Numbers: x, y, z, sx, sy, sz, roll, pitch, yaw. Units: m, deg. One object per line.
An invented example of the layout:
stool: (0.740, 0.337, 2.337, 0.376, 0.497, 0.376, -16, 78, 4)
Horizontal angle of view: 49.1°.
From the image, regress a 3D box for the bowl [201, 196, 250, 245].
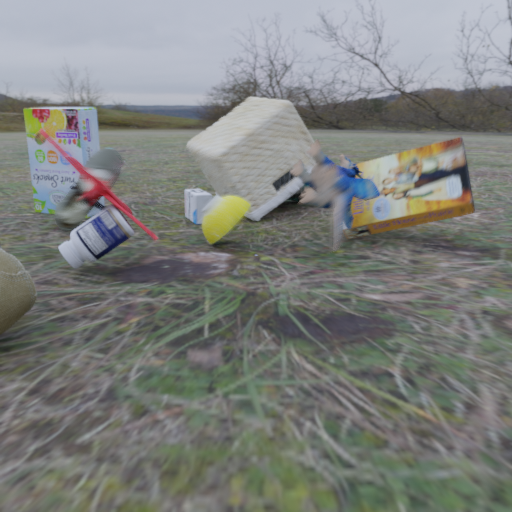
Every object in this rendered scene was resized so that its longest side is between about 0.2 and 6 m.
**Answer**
bowl: (-0.620, -0.716, 9.574, 0.972, 0.523, 0.972, -44, 11, 11)

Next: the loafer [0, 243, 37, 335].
loafer: (-3.542, 0.162, 6.376, 1.157, 1.304, 3.430, -12, 29, -39)

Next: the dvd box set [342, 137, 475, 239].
dvd box set: (2.654, -1.216, 10.059, 2.234, 0.328, 1.635, -11, 49, 25)

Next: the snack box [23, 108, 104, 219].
snack box: (-4.142, -2.036, 12.120, 1.616, 2.272, 0.602, 8, 18, 27)

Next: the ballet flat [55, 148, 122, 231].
ballet flat: (-3.123, -1.174, 10.490, 0.646, 1.916, 0.610, 29, 30, -33)

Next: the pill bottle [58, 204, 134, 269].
pill bottle: (-2.321, -0.259, 8.112, 0.995, 0.552, 0.552, -35, 22, -5)

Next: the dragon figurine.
dragon figurine: (1.447, -1.031, 9.317, 1.422, 0.842, 2.860, 25, 27, -30)

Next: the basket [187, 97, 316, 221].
basket: (-0.040, -2.192, 12.136, 2.106, 1.709, 2.125, -39, 29, -9)

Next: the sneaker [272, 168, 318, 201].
sneaker: (0.749, -1.644, 13.665, 2.544, 0.987, 1.160, -4, -19, 27)

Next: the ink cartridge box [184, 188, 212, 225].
ink cartridge box: (-1.248, -1.056, 11.723, 0.358, 0.612, 1.056, -5, 16, -21)

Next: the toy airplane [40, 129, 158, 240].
toy airplane: (-2.148, -0.901, 7.719, 2.266, 2.266, 0.417, 17, 62, 47)
